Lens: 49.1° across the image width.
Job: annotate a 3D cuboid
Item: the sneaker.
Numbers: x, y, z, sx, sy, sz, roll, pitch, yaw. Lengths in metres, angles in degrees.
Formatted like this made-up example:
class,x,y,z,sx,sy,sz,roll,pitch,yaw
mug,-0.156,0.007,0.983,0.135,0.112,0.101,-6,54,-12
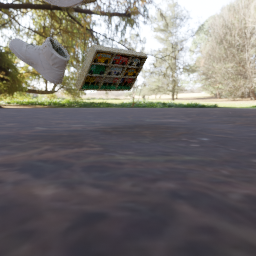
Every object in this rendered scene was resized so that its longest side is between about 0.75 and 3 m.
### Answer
class,x,y,z,sx,sy,sz,roll,pitch,yaw
sneaker,-3.085,-2.789,9.945,2.395,1.384,0.882,37,37,2

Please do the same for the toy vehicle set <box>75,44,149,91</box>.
class,x,y,z,sx,sy,sz,roll,pitch,yaw
toy vehicle set,-0.618,-2.377,11.574,2.959,1.839,0.392,-8,46,-46

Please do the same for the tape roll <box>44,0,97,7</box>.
class,x,y,z,sx,sy,sz,roll,pitch,yaw
tape roll,-1.125,-3.299,5.142,1.984,1.984,0.694,2,29,25
